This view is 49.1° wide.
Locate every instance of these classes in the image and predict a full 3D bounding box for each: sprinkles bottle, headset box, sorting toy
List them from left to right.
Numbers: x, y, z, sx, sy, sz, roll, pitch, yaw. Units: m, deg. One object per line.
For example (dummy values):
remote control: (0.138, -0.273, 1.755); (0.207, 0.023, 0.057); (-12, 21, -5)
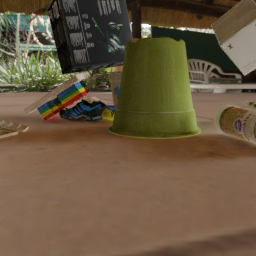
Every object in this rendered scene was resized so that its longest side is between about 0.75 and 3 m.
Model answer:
sorting toy: (-2.505, -1.185, 10.972); (2.318, 0.807, 2.304); (-32, 10, 10)
headset box: (-1.282, -3.682, 11.015); (2.991, 2.604, 1.388); (-16, 8, -27)
sprinkles bottle: (2.877, -0.062, 6.464); (0.777, 0.777, 2.278); (-2, 9, -11)

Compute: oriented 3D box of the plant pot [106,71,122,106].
plant pot: (0.082, -1.488, 12.113); (1.997, 1.828, 1.997); (-1, 9, 0)

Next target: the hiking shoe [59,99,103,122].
hiking shoe: (-1.749, -0.691, 10.428); (1.816, 0.787, 0.675); (3, 10, 21)

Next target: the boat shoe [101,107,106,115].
boat shoe: (-1.534, -0.762, 12.051); (1.307, 0.477, 0.411); (0, -1, -7)

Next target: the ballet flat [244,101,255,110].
ballet flat: (5.080, -0.540, 9.461); (0.863, 0.798, 2.560); (-8, 12, -39)

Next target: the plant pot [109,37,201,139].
plant pot: (0.745, -1.179, 7.985); (2.667, 2.532, 2.667); (-1, 9, 0)

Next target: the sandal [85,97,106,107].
sandal: (-1.880, -1.143, 13.516); (0.956, 0.715, 2.494); (-9, 12, -44)

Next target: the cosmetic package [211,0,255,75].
cosmetic package: (3.563, -2.784, 8.428); (1.362, 1.363, 1.652); (-35, 30, 30)

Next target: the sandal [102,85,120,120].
sandal: (0.527, -0.893, 10.226); (2.986, 1.300, 1.187); (2, 7, 4)

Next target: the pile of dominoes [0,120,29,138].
pile of dominoes: (-4.108, 0.076, 7.740); (2.416, 0.385, 1.883); (12, 12, 18)
